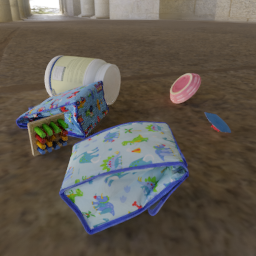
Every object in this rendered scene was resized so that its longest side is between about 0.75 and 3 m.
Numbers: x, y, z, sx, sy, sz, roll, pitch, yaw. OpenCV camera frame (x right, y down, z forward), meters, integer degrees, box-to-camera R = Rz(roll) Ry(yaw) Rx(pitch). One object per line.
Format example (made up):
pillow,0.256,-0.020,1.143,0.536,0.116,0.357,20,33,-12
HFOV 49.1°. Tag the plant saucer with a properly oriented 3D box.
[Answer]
plant saucer,2.040,-1.517,10.275,1.335,0.338,1.335,-39,27,24

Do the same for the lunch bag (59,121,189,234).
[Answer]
lunch bag,-0.008,0.694,5.071,1.989,1.267,1.691,-26,24,8

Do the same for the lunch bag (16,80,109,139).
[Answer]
lunch bag,-2.101,-0.595,8.641,2.423,1.140,1.824,0,28,21

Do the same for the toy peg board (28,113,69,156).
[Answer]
toy peg board,-1.868,0.235,6.873,0.930,0.926,0.455,-22,40,-34

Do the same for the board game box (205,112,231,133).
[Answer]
board game box,2.565,-0.098,8.148,0.964,0.188,0.762,4,45,-43

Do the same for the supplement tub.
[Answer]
supplement tub,-1.583,-1.674,10.000,2.284,1.656,1.656,11,28,22
